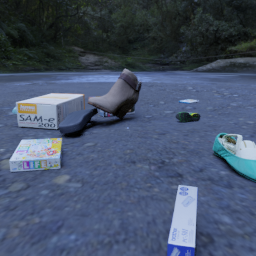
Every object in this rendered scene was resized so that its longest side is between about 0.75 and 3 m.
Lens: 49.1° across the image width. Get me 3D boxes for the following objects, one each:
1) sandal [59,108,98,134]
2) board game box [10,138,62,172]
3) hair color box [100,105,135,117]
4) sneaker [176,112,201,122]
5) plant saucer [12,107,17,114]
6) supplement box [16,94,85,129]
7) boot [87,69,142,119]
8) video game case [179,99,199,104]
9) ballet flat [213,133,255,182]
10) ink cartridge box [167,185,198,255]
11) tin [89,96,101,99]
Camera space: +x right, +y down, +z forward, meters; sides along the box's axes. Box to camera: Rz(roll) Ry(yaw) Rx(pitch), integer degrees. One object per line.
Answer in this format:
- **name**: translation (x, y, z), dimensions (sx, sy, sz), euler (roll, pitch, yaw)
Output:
- **sandal**: translation (-1.904, -0.216, 10.822), dimensions (1.089, 0.613, 2.865), euler (-7, 16, 14)
- **board game box**: translation (-2.427, 0.686, 7.663), dimensions (1.188, 0.303, 1.767), euler (-3, 15, -11)
- **hair color box**: translation (-0.499, -1.025, 13.276), dimensions (1.642, 0.813, 0.498), euler (-7, 15, -27)
- **sneaker**: translation (2.530, -0.461, 12.067), dimensions (1.133, 0.442, 0.483), euler (3, 5, -24)
- **plant saucer**: translation (-4.836, -1.006, 14.319), dimensions (2.061, 0.282, 2.061), euler (0, 15, 0)
- **supplement box**: translation (-3.144, -0.785, 11.920), dimensions (1.748, 1.020, 2.774), euler (4, 15, 15)
- **boot**: translation (-0.424, -1.505, 11.596), dimensions (0.943, 1.962, 2.684), euler (27, 3, 29)
- **video game case**: translation (3.705, -1.617, 17.032), dimensions (1.039, 0.092, 0.743), euler (-14, 20, -42)
- **ballet flat**: translation (2.794, 0.601, 7.065), dimensions (0.740, 0.773, 2.197), euler (-1, 15, -11)
- **ink cartridge box**: translation (0.781, 1.453, 3.899), dimensions (0.332, 0.705, 1.500), euler (3, 14, 14)
- **tin**: translation (-1.991, -1.737, 17.155), dimensions (0.809, 0.302, 1.444), euler (-5, 15, -4)
